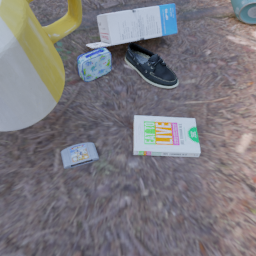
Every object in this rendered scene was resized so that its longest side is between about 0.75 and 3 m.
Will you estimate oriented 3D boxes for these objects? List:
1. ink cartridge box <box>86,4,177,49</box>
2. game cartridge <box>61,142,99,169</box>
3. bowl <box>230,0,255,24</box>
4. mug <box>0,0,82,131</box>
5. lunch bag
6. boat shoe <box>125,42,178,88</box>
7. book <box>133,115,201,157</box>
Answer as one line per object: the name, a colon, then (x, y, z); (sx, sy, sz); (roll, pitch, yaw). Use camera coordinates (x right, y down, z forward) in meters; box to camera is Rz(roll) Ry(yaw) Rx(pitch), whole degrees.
ink cartridge box: (-0.009, -3.364, 9.215); (2.809, 0.937, 1.627); (-14, 23, -12)
game cartridge: (-1.168, 0.636, 6.723); (0.832, 0.173, 0.554); (-15, 55, -13)
bowl: (4.657, -4.556, 10.282); (1.832, 1.832, 0.958); (12, 69, 10)
mug: (-2.137, -1.488, 4.476); (2.098, 2.151, 2.620); (16, 72, 2)
lunch bag: (-1.000, -1.935, 8.461); (1.048, 0.842, 0.432); (-29, 56, -21)
boat shoe: (0.704, -2.000, 8.602); (0.799, 0.709, 2.137); (-29, 55, -23)
book: (0.928, 0.222, 6.982); (1.580, 0.380, 1.056); (2, 52, -1)
